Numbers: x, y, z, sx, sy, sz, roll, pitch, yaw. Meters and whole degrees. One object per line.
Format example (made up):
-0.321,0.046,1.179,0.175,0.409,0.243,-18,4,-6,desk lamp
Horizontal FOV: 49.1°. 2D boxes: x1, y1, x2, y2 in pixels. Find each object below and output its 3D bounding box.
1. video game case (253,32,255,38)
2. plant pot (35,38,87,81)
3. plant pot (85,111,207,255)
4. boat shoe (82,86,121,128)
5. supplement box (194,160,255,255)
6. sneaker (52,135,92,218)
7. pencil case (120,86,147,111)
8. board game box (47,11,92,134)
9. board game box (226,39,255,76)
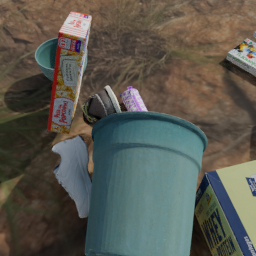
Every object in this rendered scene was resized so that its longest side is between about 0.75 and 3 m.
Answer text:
6.470,-3.395,11.488,1.839,0.232,2.019,-10,50,-20,video game case
-2.338,-2.299,10.319,1.816,1.217,1.816,0,53,0,plant pot
0.325,1.608,6.595,2.970,2.970,2.908,6,62,5,plant pot
-0.788,-0.457,7.564,0.829,2.785,1.001,-20,93,-11,boat shoe
3.337,2.280,6.546,2.688,1.806,2.690,-12,54,-8,supplement box
-1.400,1.292,7.217,0.937,0.802,2.152,-11,94,-18,sneaker
0.311,-0.669,9.446,0.666,0.678,1.587,-13,55,-20,pencil case
-1.679,-1.622,8.177,0.670,2.896,2.194,11,33,-9,board game box
5.195,-2.648,11.091,1.358,0.372,2.151,-37,62,-23,board game box
